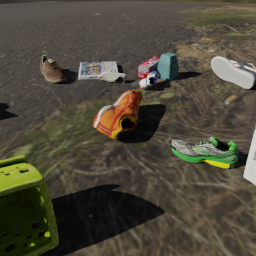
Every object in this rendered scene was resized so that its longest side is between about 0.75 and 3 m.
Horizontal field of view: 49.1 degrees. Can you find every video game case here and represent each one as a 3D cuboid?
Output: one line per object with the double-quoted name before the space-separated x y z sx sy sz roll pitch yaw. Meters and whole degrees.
"video game case" -1.523 -3.003 14.582 1.970 0.248 2.162 -3 31 -5

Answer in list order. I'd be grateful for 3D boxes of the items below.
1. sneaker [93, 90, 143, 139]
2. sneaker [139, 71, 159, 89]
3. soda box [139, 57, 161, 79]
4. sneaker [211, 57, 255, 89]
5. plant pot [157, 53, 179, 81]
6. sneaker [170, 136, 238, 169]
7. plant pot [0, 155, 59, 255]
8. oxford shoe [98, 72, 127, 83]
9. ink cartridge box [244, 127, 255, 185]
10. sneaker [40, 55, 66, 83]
"sneaker" -0.108 -0.449 9.723 1.153 1.091 2.990 35 38 6
"sneaker" 1.140 -2.183 12.730 0.631 0.539 1.432 -7 28 43
"soda box" 1.203 -3.075 14.287 0.585 0.646 1.846 16 34 25
"sneaker" 5.164 -2.700 13.344 1.001 0.989 2.521 -23 48 -26
"plant pot" 1.962 -3.038 13.734 0.813 1.151 0.814 26 40 37
"sneaker" 2.142 0.535 7.947 1.903 0.810 0.742 8 31 14
"plant pot" -2.458 1.549 5.443 1.681 1.689 1.533 -16 26 -25
"oxford shoe" -0.742 -2.362 13.280 1.375 0.517 0.397 3 49 4
"ink cartridge box" 3.965 0.414 6.322 1.093 2.637 1.935 -18 35 -27
"sneaker" -3.795 -2.920 13.768 0.845 0.906 2.398 -20 35 -30
